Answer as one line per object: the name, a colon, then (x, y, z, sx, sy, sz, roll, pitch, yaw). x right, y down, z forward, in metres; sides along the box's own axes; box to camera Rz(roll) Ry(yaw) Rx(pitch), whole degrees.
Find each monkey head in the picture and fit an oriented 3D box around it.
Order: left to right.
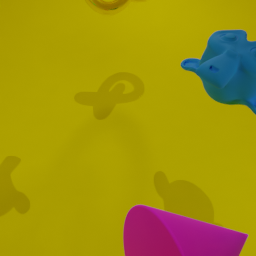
monkey head: (1.634, -0.848, 4.695, 1.428, 1.196, 1.985, -37, 62, -27)

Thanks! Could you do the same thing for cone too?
cone: (0.826, 1.336, 3.006, 1.321, 1.316, 1.316, -7, 54, -26)

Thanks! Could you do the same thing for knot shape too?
knot shape: (-0.075, -3.746, 6.608, 2.029, 1.899, 0.938, -12, 55, -21)
